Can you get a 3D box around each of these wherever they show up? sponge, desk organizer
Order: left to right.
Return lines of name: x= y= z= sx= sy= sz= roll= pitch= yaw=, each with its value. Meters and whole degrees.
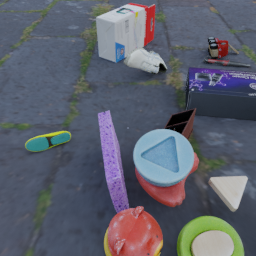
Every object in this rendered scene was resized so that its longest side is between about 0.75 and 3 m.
sponge: x=-0.332 y=0.700 z=6.302 sx=0.321 sy=1.200 sz=2.150 roll=-13 pitch=40 yaw=-1
desk organizer: x=1.134 y=0.219 z=7.248 sx=0.719 sy=0.772 sz=2.004 roll=17 pitch=42 yaw=20

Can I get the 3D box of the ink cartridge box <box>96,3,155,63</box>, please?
ink cartridge box: x=-0.003 y=-4.165 z=11.887 sx=0.978 sy=1.690 sz=2.909 roll=25 pitch=45 yaw=27

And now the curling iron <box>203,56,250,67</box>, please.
curling iron: x=3.924 y=-2.645 z=11.187 sx=1.831 sy=0.234 sz=0.454 roll=10 pitch=40 yaw=12

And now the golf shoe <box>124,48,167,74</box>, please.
golf shoe: x=0.719 y=-2.346 z=10.067 sx=1.891 sy=0.740 sz=0.919 roll=-12 pitch=52 yaw=-44

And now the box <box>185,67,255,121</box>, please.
box: x=3.001 y=-1.112 z=8.818 sx=2.270 sy=0.895 sz=1.602 roll=6 pitch=42 yaw=7

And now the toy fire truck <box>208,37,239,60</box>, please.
toy fire truck: x=4.026 y=-3.307 z=11.712 sx=1.256 sy=0.808 sz=1.106 roll=-5 pitch=38 yaw=10

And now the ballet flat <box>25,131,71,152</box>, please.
ballet flat: x=-2.131 y=0.330 z=7.490 sx=1.205 sy=0.403 sz=0.404 roll=-15 pitch=20 yaw=-22

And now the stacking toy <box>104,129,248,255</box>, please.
stacking toy: x=0.995 y=1.337 z=5.043 sx=2.480 sy=1.157 sz=2.740 roll=14 pitch=59 yaw=12
